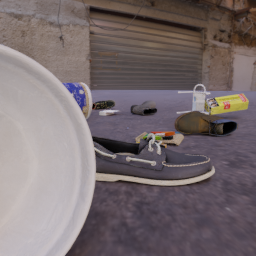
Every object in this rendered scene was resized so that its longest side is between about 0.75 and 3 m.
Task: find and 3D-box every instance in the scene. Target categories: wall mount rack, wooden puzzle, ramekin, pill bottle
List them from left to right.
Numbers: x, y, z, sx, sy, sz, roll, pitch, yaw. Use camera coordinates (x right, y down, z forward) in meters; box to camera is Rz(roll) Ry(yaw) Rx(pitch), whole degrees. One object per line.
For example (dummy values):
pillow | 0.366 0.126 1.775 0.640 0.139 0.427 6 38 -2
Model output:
ramekin | -1.431 0.374 2.428 2.071 2.071 1.087 -8 4 -40
pill bottle | -3.021 -1.012 11.500 2.740 1.640 1.640 -8 13 -33
wooden puzzle | 0.942 0.267 8.143 1.332 0.231 1.974 2 10 12
wall mount rack | 2.792 -1.087 11.962 1.336 1.538 0.573 4 15 13

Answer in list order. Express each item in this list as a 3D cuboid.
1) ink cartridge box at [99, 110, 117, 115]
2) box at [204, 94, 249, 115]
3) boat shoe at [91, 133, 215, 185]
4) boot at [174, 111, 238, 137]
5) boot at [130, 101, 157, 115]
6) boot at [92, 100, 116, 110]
ink cartridge box | -0.924 -0.775 14.324 0.773 0.194 0.891 5 11 25
box | 4.454 -1.080 12.753 1.825 0.457 0.687 -8 42 -1
boat shoe | 0.314 0.509 5.055 2.491 0.781 0.905 1 10 4
boot | 2.519 -0.138 8.922 2.067 0.772 1.002 -4 8 -31
boot | 1.119 -0.977 14.663 1.792 0.625 1.180 -22 25 -38
boot | -1.569 -1.368 16.900 1.424 0.514 1.076 -2 10 22
